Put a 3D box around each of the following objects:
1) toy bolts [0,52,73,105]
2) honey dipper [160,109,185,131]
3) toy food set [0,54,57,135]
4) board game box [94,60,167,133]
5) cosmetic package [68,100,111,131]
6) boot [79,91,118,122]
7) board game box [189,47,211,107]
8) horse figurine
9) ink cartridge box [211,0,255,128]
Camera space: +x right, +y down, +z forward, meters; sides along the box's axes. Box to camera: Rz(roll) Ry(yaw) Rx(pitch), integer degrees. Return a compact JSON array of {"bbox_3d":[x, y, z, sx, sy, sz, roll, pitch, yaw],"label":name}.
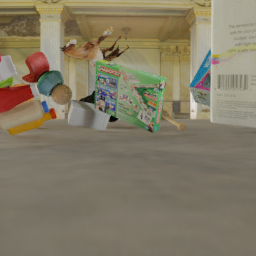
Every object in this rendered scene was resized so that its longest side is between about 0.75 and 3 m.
[{"bbox_3d":[-2.979,-0.864,8.570,2.483,1.722,2.372,-43,-7,-36],"label":"toy bolts"},{"bbox_3d":[0.959,-0.208,6.415,0.278,0.278,1.463,-1,13,-14],"label":"honey dipper"},{"bbox_3d":[-1.570,-0.618,3.797,0.745,1.657,0.791,-18,29,-8],"label":"toy food set"},{"bbox_3d":[-0.021,-0.548,4.629,1.313,0.884,0.191,24,31,32],"label":"board game box"},{"bbox_3d":[-0.776,-0.250,5.558,0.777,0.415,0.350,14,30,-19],"label":"cosmetic package"},{"bbox_3d":[-0.882,-0.577,8.846,1.574,0.792,2.106,-40,-18,-28],"label":"boot"},{"bbox_3d":[3.074,-1.271,7.043,2.459,1.814,0.790,20,-18,36],"label":"board game box"},{"bbox_3d":[-0.662,-1.842,6.669,1.167,0.440,1.761,-34,-11,15],"label":"horse figurine"},{"bbox_3d":[2.471,-1.326,4.795,1.831,2.534,1.072,10,20,42],"label":"ink cartridge box"}]
